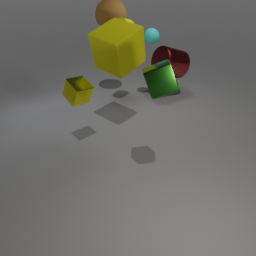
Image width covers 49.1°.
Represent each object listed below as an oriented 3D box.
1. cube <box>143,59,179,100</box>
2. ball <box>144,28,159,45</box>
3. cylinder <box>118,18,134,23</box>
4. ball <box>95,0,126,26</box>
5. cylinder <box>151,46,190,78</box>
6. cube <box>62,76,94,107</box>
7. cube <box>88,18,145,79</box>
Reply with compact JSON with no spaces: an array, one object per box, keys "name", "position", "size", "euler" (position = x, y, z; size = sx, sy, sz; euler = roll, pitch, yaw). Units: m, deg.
[{"name":"cube","position":[0.809,-1.220,6.994],"size":[0.700,0.700,0.700],"euler":[-19,20,9]},{"name":"ball","position":[1.052,-4.121,12.601],"size":[0.700,0.700,0.700],"euler":[0,31,0]},{"name":"cylinder","position":[-0.157,-4.166,11.609],"size":[0.700,0.700,0.700],"euler":[15,19,23]},{"name":"ball","position":[-0.769,-5.081,12.555],"size":[1.400,1.400,1.400],"euler":[0,31,0]},{"name":"cylinder","position":[2.092,-3.240,13.856],"size":[1.400,1.400,1.400],"euler":[1,25,-36]},{"name":"cube","position":[-1.707,-1.258,9.555],"size":[0.700,0.700,0.700],"euler":[-22,60,-41]},{"name":"cube","position":[-0.361,-2.878,10.060],"size":[1.400,1.400,1.400],"euler":[29,57,30]}]
